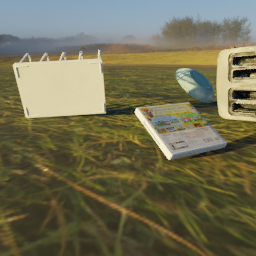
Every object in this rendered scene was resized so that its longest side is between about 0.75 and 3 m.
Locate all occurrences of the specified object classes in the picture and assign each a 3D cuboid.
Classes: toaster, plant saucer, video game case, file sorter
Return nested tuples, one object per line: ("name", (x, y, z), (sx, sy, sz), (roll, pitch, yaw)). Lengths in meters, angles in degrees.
("toaster", (4.336, -1.550, 9.328), (1.618, 2.465, 2.727), (-15, 17, -40))
("plant saucer", (3.221, -2.103, 12.908), (2.189, 0.421, 2.189), (20, 43, -20))
("video game case", (1.283, -0.003, 6.825), (1.767, 0.202, 1.608), (-8, 47, -30))
("file sorter", (-2.270, -1.690, 10.074), (2.804, 1.945, 1.746), (-4, 32, -4))
